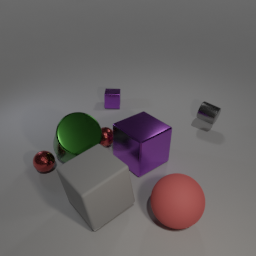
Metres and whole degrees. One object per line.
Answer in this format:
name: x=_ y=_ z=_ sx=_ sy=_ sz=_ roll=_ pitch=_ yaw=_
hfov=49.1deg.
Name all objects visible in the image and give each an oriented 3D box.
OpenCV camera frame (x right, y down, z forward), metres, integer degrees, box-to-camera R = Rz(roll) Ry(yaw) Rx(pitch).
ball: x=-0.828 y=0.314 z=10.271 sx=0.700 sy=0.700 sz=0.700 roll=0 pitch=33 yaw=0
cube: x=-0.701 y=-1.346 z=12.763 sx=0.700 sy=0.700 sz=0.700 roll=1 pitch=30 yaw=0
ball: x=1.286 y=1.885 z=7.277 sx=1.400 sy=1.400 sz=1.400 roll=0 pitch=33 yaw=0
cylinder: x=3.130 y=-0.585 z=10.858 sx=0.700 sy=0.700 sz=0.700 roll=28 pitch=42 yaw=23
cube: x=-0.844 y=1.552 z=7.566 sx=1.400 sy=1.400 sz=1.400 roll=-30 pitch=40 yaw=-26
ball: x=-2.734 y=1.083 z=9.120 sx=0.700 sy=0.700 sz=0.700 roll=0 pitch=33 yaw=0
cube: x=0.450 y=0.494 z=9.373 sx=1.400 sy=1.400 sz=1.400 roll=-23 pitch=40 yaw=-33
cylinder: x=-1.664 y=0.372 z=9.086 sx=1.400 sy=1.400 sz=1.400 roll=6 pitch=70 yaw=-17
